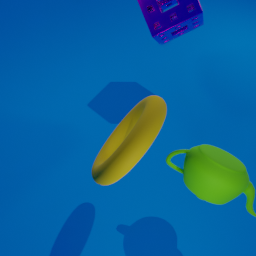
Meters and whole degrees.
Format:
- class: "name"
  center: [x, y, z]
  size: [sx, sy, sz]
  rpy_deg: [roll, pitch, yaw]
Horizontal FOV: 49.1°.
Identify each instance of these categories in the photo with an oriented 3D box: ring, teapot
- class: "ring"
  center: [-0.001, 0.184, 4.617]
  size: [0.347, 1.737, 1.737]
  rpy_deg: [38, 57, -10]
- class: "teapot"
  center: [1.551, 0.912, 5.010]
  size: [1.871, 0.916, 1.163]
  rpy_deg: [27, 21, 13]

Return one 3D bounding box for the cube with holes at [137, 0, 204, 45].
- class: "cube with holes"
  center: [1.102, -3.139, 7.303]
  size: [1.299, 1.299, 1.299]
  rpy_deg: [-22, 91, 18]
